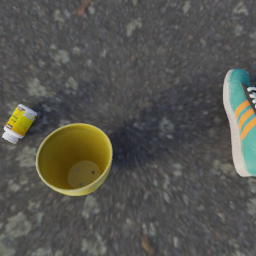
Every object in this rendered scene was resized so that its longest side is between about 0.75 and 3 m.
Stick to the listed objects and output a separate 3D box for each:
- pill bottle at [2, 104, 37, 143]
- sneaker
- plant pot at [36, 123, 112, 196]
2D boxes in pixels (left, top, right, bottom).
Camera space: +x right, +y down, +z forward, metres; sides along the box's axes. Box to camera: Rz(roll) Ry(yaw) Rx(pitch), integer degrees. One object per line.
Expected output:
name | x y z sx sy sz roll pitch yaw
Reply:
pill bottle | -3.089 -0.109 7.937 0.570 0.570 1.044 28 81 5
sneaker | 3.406 -0.227 7.457 1.066 1.193 2.986 -2 82 -42
plant pot | -1.250 1.001 7.239 1.842 1.307 1.842 -2 56 3
